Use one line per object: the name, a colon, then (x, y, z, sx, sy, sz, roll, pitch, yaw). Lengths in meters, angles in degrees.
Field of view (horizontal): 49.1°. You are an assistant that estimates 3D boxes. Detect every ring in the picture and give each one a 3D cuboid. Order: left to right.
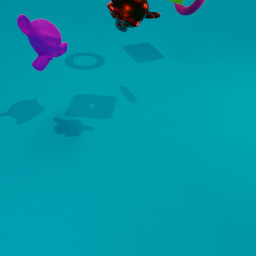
ring: (1.600, -3.433, 7.193, 0.211, 1.053, 1.053, 4, 35, -38)

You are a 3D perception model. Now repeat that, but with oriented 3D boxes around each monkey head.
monkey head: (-2.208, -2.134, 7.189, 0.985, 1.635, 1.176, 39, 93, 17)
monkey head: (0.015, -2.487, 5.924, 1.266, 0.911, 0.763, 35, 84, -1)

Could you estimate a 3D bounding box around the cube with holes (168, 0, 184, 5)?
cube with holes: (0.869, -3.606, 6.096, 1.110, 1.110, 1.110, 16, 48, -2)
